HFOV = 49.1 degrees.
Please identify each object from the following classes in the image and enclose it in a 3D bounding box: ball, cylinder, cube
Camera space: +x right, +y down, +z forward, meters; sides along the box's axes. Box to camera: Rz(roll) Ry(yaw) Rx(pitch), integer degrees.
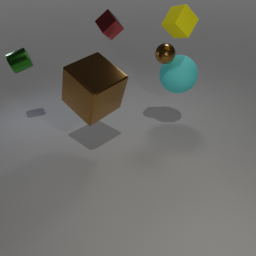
[{"bbox_3d":[1.273,-2.532,9.560,0.700,0.700,0.700,0,29,0],"label":"ball"},{"bbox_3d":[-3.837,-2.388,9.935,0.700,0.700,0.700,-27,34,-7],"label":"cylinder"},{"bbox_3d":[1.614,-3.302,8.721,0.700,0.700,0.700,32,-5,-35],"label":"cube"},{"bbox_3d":[-1.061,-1.219,8.684,1.400,1.400,1.400,42,53,18],"label":"cube"},{"bbox_3d":[1.862,-1.983,10.350,1.400,1.400,1.400,0,29,0],"label":"ball"},{"bbox_3d":[-0.720,-4.023,10.951,0.700,0.700,0.700,59,18,21],"label":"cube"}]
